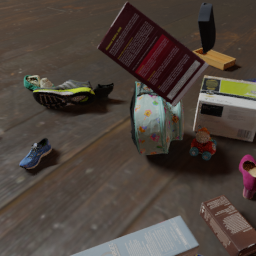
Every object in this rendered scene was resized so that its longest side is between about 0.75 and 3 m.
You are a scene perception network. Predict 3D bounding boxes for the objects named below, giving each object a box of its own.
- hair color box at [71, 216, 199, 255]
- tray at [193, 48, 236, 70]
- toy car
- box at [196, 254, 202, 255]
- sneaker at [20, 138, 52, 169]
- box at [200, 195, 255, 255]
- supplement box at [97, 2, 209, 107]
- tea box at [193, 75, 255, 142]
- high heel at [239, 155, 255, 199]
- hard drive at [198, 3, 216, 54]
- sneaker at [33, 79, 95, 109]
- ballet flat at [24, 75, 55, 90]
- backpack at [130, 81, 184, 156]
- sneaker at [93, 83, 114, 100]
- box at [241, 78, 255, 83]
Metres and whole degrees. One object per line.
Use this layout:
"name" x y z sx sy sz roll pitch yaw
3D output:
"hair color box" 0.037 2.814 5.591 2.587 1.281 0.784 -14 39 -18
"tray" 4.554 -3.741 15.028 1.036 0.389 2.100 -26 45 -30
"toy car" 2.496 0.398 9.100 0.808 0.914 0.842 18 41 23
"box" 1.719 3.225 5.896 0.711 0.278 1.167 13 40 15
"sneaker" -2.970 0.768 8.887 0.515 0.585 1.312 14 40 18
"box" 2.462 2.381 6.815 0.710 0.531 1.417 -14 38 -17
"supplement box" 0.587 -1.696 6.585 2.298 1.251 0.700 38 19 -2
"tea box" 3.631 -0.785 10.257 2.080 1.390 2.046 12 39 15
"high heel" 3.610 1.178 8.126 0.589 0.840 1.747 9 38 12
"hard drive" 1.687 -2.151 5.940 0.247 0.787 1.167 -4 37 24
"sneaker" -2.606 -1.450 11.482 2.493 0.921 1.009 -2 47 -8
"ballet flat" -3.844 -1.911 12.338 1.970 0.693 0.663 18 41 22
"backpack" 0.918 -0.270 9.047 1.761 2.020 2.298 2 38 14
"sneaker" -1.293 -1.559 11.836 1.406 0.733 0.422 2 36 2
"box" 5.495 -1.628 12.043 1.590 0.627 1.122 -9 35 -11
